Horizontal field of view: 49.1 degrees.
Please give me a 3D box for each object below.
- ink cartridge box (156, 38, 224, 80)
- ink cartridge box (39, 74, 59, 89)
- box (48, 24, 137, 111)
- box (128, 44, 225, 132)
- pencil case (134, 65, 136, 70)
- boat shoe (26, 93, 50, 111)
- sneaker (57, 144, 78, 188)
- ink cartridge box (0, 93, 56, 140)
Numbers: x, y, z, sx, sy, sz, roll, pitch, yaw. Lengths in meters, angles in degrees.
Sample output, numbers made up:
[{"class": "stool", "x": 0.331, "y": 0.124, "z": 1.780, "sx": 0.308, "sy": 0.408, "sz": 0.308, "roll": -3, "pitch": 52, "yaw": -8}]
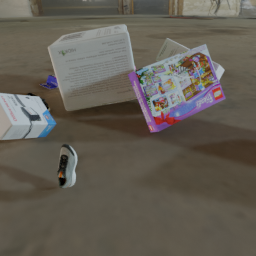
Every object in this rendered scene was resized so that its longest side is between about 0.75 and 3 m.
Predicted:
[{"class": "ink cartridge box", "x": 2.427, "y": -2.422, "z": 10.780, "sx": 2.252, "sy": 0.946, "sz": 1.631, "roll": 34, "pitch": 18, "yaw": 19}, {"class": "ink cartridge box", "x": -2.817, "y": -2.253, "z": 12.806, "sx": 2.238, "sy": 0.415, "sz": 1.060, "roll": -23, "pitch": 33, "yaw": -35}, {"class": "box", "x": -1.130, "y": -2.332, "z": 10.420, "sx": 2.727, "sy": 2.336, "sz": 2.713, "roll": -9, "pitch": 25, "yaw": 1}, {"class": "box", "x": 1.578, "y": -1.269, "z": 8.702, "sx": 2.772, "sy": 1.897, "sz": 0.542, "roll": -24, "pitch": 6, "yaw": -22}, {"class": "pencil case", "x": -0.256, "y": -3.279, "z": 13.049, "sx": 0.787, "sy": 1.680, "sz": 0.763, "roll": -25, "pitch": 4, "yaw": -17}, {"class": "boat shoe", "x": -3.465, "y": -0.984, "z": 10.110, "sx": 0.630, "sy": 0.559, "sz": 1.686, "roll": -32, "pitch": 39, "yaw": -33}, {"class": "sneaker", "x": -1.313, "y": 0.820, "z": 5.934, "sx": 0.361, "sy": 0.977, "sz": 0.388, "roll": 6, "pitch": 11, "yaw": 26}, {"class": "ink cartridge box", "x": -2.895, "y": -0.317, "z": 7.601, "sx": 1.099, "sy": 0.634, "sz": 1.514, "roll": 54, "pitch": 24, "yaw": 17}]
